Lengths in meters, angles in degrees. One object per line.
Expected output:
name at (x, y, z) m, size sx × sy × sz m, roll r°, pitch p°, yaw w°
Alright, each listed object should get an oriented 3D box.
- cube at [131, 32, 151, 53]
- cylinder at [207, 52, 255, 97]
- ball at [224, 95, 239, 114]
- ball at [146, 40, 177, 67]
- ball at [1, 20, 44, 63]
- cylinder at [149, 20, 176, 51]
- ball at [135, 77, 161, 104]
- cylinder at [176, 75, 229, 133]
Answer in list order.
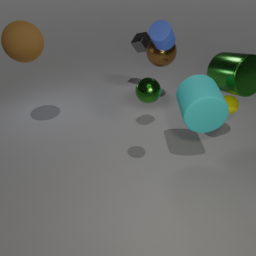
cube at (0.702, -4.345, 14.228) m, size 0.700 × 0.700 × 0.700 m, roll 8°, pitch 61°, yaw 44°
cylinder at (3.745, -1.899, 9.787) m, size 1.400 × 1.400 × 1.400 m, roll -13°, pitch 22°, yaw -20°
ball at (3.649, -0.840, 10.164) m, size 0.700 × 0.700 × 0.700 m, roll 0°, pitch 31°, yaw 0°
ball at (1.544, -3.534, 12.932) m, size 1.400 × 1.400 × 1.400 m, roll 0°, pitch 31°, yaw 0°
ball at (-3.647, -2.989, 9.734) m, size 1.400 × 1.400 × 1.400 m, roll 0°, pitch 31°, yaw 0°
cylinder at (1.075, -2.880, 8.748) m, size 0.700 × 0.700 × 0.700 m, roll 16°, pitch -5°, yaw 24°
ball at (0.546, -1.012, 7.572) m, size 0.700 × 0.700 × 0.700 m, roll 0°, pitch 31°, yaw 0°
cylinder at (2.376, -0.799, 9.114) m, size 1.400 × 1.400 × 1.400 m, roll -1°, pitch 39°, yaw -2°
